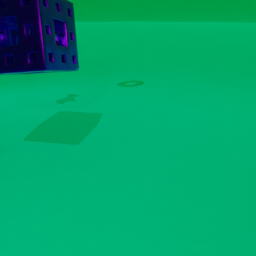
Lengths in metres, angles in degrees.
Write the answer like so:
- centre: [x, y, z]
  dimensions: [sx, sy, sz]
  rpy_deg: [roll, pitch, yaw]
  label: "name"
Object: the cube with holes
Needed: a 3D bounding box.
- centre: [-1.939, -1.786, 5.489]
  dimensions: [1.389, 1.389, 1.389]
  rpy_deg: [-1, 11, 15]
  label: "cube with holes"
